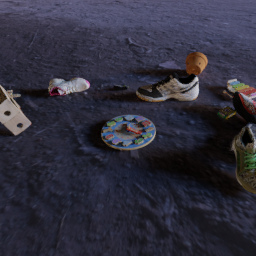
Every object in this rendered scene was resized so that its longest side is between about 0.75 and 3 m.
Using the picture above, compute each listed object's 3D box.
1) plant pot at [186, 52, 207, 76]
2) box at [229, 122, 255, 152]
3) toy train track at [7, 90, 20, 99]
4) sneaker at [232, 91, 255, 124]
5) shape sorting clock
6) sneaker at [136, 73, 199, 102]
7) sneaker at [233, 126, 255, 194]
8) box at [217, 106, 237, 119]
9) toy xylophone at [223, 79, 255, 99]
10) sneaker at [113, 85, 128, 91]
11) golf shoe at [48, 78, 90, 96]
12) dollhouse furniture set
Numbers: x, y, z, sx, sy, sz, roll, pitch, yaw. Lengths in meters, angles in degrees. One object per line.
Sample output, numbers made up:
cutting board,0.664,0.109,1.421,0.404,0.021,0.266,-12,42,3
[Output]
plant pot,3.680,-3.432,15.369,1.183,1.183,0.828,13,55,17
box,4.783,0.537,10.393,1.361,0.415,1.718,26,44,32
toy train track,-5.658,-1.404,13.194,1.006,0.285,1.754,-8,37,-11
sneaker,5.428,-0.809,11.975,1.176,0.733,2.194,-5,42,-9
shape sorting clock,0.015,0.101,10.997,2.139,0.420,2.139,0,36,0
sneaker,1.853,-2.030,13.205,2.956,1.296,1.118,-4,38,-2
sneaker,3.884,0.945,9.000,0.915,1.055,2.380,-9,51,10
box,4.382,-0.703,12.302,0.820,0.198,0.481,-23,43,-31
toy xylophone,5.449,-1.811,13.632,1.217,0.418,1.662,-22,41,-26
sneaker,-0.359,-2.045,14.130,0.768,0.275,0.318,4,28,-8
golf shoe,-2.889,-1.919,13.629,2.033,0.766,0.930,-2,45,9
dollhouse furniture set,-5.351,-0.298,10.956,2.230,1.563,1.572,-39,48,-10
